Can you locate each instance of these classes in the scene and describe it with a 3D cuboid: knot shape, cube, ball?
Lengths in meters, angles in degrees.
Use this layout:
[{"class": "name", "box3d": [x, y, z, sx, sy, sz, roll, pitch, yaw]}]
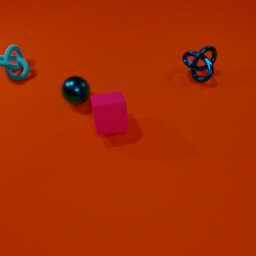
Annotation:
[{"class": "knot shape", "box3d": [2.252, -2.116, 8.962, 1.093, 0.540, 1.168, 20, 94, -1]}, {"class": "knot shape", "box3d": [-3.818, -2.124, 9.045, 1.085, 0.536, 1.160, -3, 71, -41]}, {"class": "cube", "box3d": [-0.511, -0.420, 7.723, 0.878, 0.878, 0.878, -9, 25, -7]}, {"class": "ball", "box3d": [-1.562, -1.128, 8.397, 0.885, 0.885, 0.885, 0, 56, 0]}]
